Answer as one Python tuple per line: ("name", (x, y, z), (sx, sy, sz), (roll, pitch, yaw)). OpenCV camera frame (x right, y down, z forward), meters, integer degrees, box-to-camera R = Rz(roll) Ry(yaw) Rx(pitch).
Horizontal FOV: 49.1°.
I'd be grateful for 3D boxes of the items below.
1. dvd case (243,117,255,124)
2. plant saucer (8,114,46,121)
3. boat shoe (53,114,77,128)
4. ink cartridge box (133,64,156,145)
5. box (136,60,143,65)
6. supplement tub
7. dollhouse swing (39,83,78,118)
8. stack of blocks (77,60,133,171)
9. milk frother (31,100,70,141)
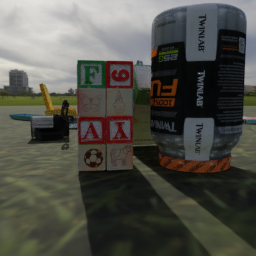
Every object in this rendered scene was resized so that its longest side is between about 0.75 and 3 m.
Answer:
("dvd case", (5.454, -0.381, 13.062), (1.437, 0.217, 1.969), (-2, 7, -17))
("plant saucer", (-5.242, -0.578, 14.807), (2.879, 0.273, 1.007), (5, 8, 45))
("boat shoe", (-2.253, -0.260, 10.515), (1.696, 0.480, 0.582), (4, 7, 34))
("ink cartridge box", (0.601, -0.422, 5.989), (1.291, 1.777, 0.778), (-1, 51, -13))
("box", (0.363, -2.279, 12.760), (0.251, 1.335, 0.911), (11, 39, -17))
("supplement tub", (1.068, -0.569, 4.419), (1.435, 2.342, 1.435), (0, 5, 0))
("dollhouse swing", (-2.810, -1.028, 12.063), (1.773, 1.715, 1.951), (-1, 5, -10))
("stack of blocks", (-0.541, -0.288, 5.327), (0.811, 1.595, 2.771), (-1, 6, -9))
("milk frother", (-2.078, -0.234, 7.486), (1.006, 1.069, 0.965), (-2, 10, -16))
